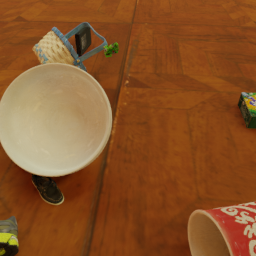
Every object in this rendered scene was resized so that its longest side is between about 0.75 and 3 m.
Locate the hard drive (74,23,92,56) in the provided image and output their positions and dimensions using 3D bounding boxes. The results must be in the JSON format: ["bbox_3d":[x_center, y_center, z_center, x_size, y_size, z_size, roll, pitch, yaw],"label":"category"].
[{"bbox_3d":[-2.168,-4.351,13.724,0.258,1.094,1.567,9,40,10],"label":"hard drive"}]

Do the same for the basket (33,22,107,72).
[{"bbox_3d":[-2.391,-3.276,11.627,2.671,1.858,2.355,-36,47,-1],"label":"basket"}]

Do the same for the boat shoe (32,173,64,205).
[{"bbox_3d":[-2.099,1.470,7.198,0.469,0.416,1.254,-27,47,-29],"label":"boat shoe"}]

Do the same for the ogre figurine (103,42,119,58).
[{"bbox_3d":[-0.630,-2.915,10.465,0.551,0.451,0.920,-22,19,-4],"label":"ogre figurine"}]

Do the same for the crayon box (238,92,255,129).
[{"bbox_3d":[5.106,-0.576,9.550,2.267,0.585,1.425,3,40,3],"label":"crayon box"}]

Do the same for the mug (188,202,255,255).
[{"bbox_3d":[2.659,2.436,5.522,2.418,2.146,1.613,-8,4,-16],"label":"mug"}]

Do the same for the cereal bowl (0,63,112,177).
[{"bbox_3d":[-1.752,-0.162,7.218,2.814,1.172,2.814,-1,83,6],"label":"cereal bowl"}]

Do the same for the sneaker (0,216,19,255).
[{"bbox_3d":[-3.381,2.357,5.969,2.127,0.786,0.861,1,32,-10],"label":"sneaker"}]
